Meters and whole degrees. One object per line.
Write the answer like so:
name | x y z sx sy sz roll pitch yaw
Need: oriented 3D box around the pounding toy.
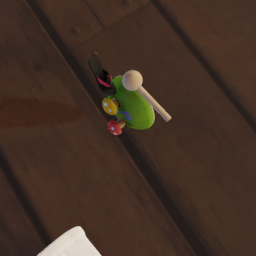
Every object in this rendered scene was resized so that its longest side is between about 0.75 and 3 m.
pounding toy | -0.085 -0.362 5.621 0.761 1.641 1.266 -38 99 -21

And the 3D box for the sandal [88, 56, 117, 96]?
sandal | -0.458 -0.946 5.233 0.313 0.188 0.833 -45 118 -27

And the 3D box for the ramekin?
ramekin | -1.348 3.051 5.218 1.073 2.202 2.202 40 81 16
